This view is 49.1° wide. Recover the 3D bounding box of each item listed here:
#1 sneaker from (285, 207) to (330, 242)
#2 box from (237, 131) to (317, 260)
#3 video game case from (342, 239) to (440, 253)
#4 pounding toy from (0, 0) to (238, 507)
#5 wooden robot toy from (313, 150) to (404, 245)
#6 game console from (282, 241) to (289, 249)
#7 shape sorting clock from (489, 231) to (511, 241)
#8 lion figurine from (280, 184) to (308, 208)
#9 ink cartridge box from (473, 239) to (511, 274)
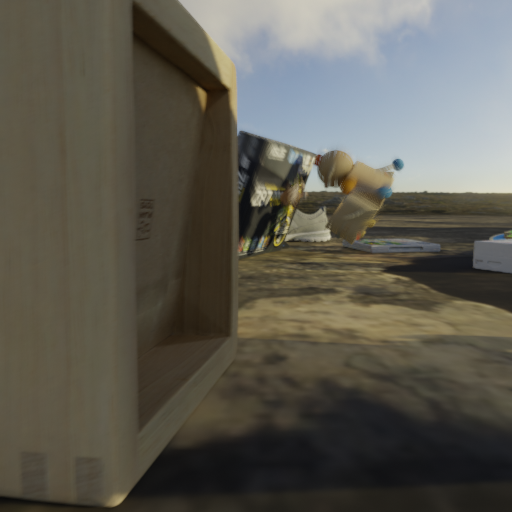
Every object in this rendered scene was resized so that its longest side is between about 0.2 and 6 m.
[{"bbox_3d":[0.684,-0.849,14.211,2.390,0.980,0.893,-1,5,-9],"label":"sneaker"},{"bbox_3d":[0.128,-1.052,10.167,0.641,2.103,2.609,23,12,20],"label":"box"},{"bbox_3d":[2.801,-0.215,11.827,1.490,0.180,1.635,-1,6,-11],"label":"video game case"},{"bbox_3d":[-1.038,-0.447,2.829,1.641,2.308,2.125,1,5,10],"label":"pounding toy"},{"bbox_3d":[1.553,-1.189,10.004,1.459,1.416,3.215,33,31,5],"label":"wooden robot toy"},{"bbox_3d":[0.167,-0.644,11.924,0.668,0.963,1.128,10,9,43],"label":"game console"},{"bbox_3d":[5.930,-0.274,9.716,3.489,0.684,3.489,0,5,0],"label":"shape sorting clock"},{"bbox_3d":[0.515,-0.918,8.552,0.452,0.268,0.739,-23,-9,23],"label":"lion figurine"},{"bbox_3d":[3.824,-0.011,8.265,1.026,0.432,0.742,-4,7,-34],"label":"ink cartridge box"}]
